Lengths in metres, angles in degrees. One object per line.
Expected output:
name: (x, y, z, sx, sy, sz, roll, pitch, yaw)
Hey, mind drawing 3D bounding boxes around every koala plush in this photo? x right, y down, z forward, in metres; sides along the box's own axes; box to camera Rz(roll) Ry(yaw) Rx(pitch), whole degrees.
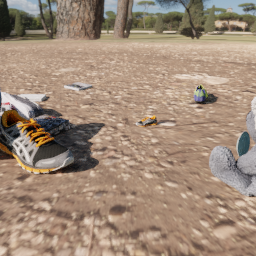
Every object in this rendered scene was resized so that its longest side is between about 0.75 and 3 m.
koala plush: (3.402, 0.268, 6.410, 2.163, 2.439, 2.241, -9, 24, -23)

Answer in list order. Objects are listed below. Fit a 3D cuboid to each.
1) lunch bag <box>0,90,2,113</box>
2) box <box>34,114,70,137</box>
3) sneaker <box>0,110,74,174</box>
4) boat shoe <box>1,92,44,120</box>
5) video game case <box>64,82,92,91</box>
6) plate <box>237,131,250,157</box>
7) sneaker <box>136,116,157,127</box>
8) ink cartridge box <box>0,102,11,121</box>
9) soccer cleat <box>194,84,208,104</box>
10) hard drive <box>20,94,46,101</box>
lunch bag: (-4.467, -0.433, 8.105, 1.404, 1.872, 2.208, 24, 35, -7)
box: (-3.010, 0.002, 9.777, 1.229, 0.388, 1.558, 12, 25, 27)
sneaker: (-2.734, 0.350, 7.904, 2.960, 1.143, 1.158, 19, 25, 29)
boat shoe: (-4.424, -0.946, 11.463, 2.495, 0.895, 0.846, 19, 30, 34)
video game case: (-2.821, -2.354, 15.880, 1.188, 0.139, 1.080, 17, 27, 34)
plate: (3.306, 0.482, 8.082, 0.800, 0.800, 0.102, -20, 20, -40)
sneaker: (0.691, -0.257, 10.499, 0.860, 0.332, 0.337, -11, 26, -21)
ink cartridge box: (-4.884, -0.359, 10.263, 1.151, 0.668, 1.596, -9, 26, -19)
soccer cleat: (3.553, -1.769, 13.541, 0.628, 0.812, 1.942, 7, 23, 16)
hard drive: (-4.732, -1.478, 13.702, 1.235, 0.162, 0.815, 1, 22, 1)
